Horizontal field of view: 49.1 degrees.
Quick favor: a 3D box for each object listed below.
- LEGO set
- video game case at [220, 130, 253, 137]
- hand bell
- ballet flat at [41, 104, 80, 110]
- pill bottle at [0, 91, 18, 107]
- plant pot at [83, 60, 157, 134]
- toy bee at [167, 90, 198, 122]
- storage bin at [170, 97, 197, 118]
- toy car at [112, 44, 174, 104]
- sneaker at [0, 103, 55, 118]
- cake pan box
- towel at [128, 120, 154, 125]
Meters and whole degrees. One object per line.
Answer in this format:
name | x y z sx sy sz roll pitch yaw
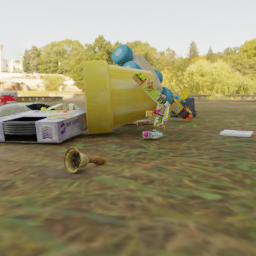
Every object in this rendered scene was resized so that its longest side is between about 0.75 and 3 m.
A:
LEGO set | 0.781 -0.785 8.411 1.005 2.186 0.814 -9 -7 -3
video game case | 3.704 0.182 9.544 0.941 0.112 0.857 4 8 29
hand bell | -0.736 0.626 5.308 0.457 0.457 0.877 5 -4 37
ballet flat | -2.721 -0.611 12.523 0.961 0.964 2.877 5 8 37
pill bottle | -6.148 -1.152 14.544 0.863 1.538 0.863 0 7 0
plant pot | -0.300 -1.104 9.795 2.361 2.509 2.509 -3 7 -7
toy bee | 2.680 -1.051 14.169 2.769 1.813 1.505 9 28 -16
storage bin | 3.203 -1.269 16.987 1.790 1.202 1.303 -2 7 -23
toy car | -0.049 -1.608 12.437 2.669 2.895 2.561 28 31 -42
sneaker | -4.906 -0.752 13.708 2.774 0.997 1.005 0 6 -21
cake pan box | -2.719 -0.096 8.875 2.450 0.696 2.660 -1 11 16
towel | 0.596 -0.256 13.078 1.038 0.155 0.759 -5 6 -39
